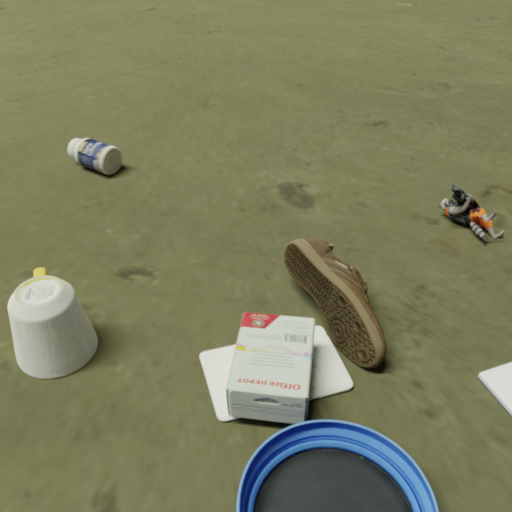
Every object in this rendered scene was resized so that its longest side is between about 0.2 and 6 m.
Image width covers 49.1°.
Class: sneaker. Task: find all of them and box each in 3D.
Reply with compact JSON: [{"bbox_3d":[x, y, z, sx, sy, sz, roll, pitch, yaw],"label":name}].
[{"bbox_3d":[1.368,0.550,8.399,0.911,0.849,2.411,-10,50,-30],"label":"sneaker"}]

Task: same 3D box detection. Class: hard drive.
[{"bbox_3d":[3.467,1.833,7.447,0.573,0.110,0.869,-13,40,-16],"label":"hard drive"}]

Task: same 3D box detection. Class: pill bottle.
[{"bbox_3d":[-3.508,-2.183,12.088,1.119,0.621,0.621,21,43,25],"label":"pill bottle"}]

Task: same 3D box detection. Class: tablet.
[{"bbox_3d":[0.251,1.576,7.765,1.890,0.129,1.230,-10,40,-13],"label":"tablet"}]

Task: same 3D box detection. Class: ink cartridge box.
[{"bbox_3d":[0.217,1.445,7.344,1.012,0.575,1.388,5,38,7],"label":"ink cartridge box"}]

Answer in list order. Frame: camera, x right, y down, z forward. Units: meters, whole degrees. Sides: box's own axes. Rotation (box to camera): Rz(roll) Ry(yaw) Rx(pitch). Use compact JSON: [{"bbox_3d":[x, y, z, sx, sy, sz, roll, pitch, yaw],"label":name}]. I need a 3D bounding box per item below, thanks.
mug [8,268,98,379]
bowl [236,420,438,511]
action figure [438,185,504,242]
[{"bbox_3d":[-2.991,0.856,7.841,1.407,1.155,1.127,25,45,28],"label":"mug"},{"bbox_3d":[0.851,2.776,6.019,2.130,0.418,2.130,0,38,0],"label":"bowl"},{"bbox_3d":[3.842,-0.796,10.265,1.216,0.636,1.176,25,9,-43],"label":"action figure"}]
